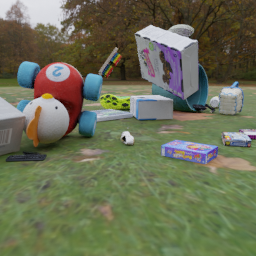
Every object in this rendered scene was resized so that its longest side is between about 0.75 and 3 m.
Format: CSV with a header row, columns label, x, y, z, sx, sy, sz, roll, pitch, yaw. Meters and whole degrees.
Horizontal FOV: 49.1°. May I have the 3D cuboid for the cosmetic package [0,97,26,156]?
label,x,y,z,sx,sy,sz,roll,pitch,yaw
cosmetic package,-4.468,-0.421,7.850,2.942,1.327,1.571,30,24,26

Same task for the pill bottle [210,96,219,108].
label,x,y,z,sx,sy,sz,roll,pitch,yaw
pill bottle,5.676,-1.658,18.113,0.686,0.686,1.220,5,13,22

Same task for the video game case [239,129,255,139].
label,x,y,z,sx,sy,sz,roll,pitch,yaw
video game case,4.566,0.220,9.850,1.054,0.189,0.956,1,11,7

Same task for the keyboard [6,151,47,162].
label,x,y,z,sx,sy,sz,roll,pitch,yaw
keyboard,-2.659,0.716,7.362,0.973,0.193,0.506,0,11,-7

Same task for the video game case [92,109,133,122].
label,x,y,z,sx,sy,sz,roll,pitch,yaw
video game case,-1.235,-0.663,14.158,2.257,0.264,2.052,-9,14,-38

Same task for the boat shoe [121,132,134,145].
label,x,y,z,sx,sy,sz,roll,pitch,yaw
boat shoe,-0.085,0.319,9.020,0.315,0.321,0.908,-3,13,-19

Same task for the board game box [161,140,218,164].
label,x,y,z,sx,sy,sz,roll,pitch,yaw
board game box,1.656,0.621,7.567,1.268,0.284,0.852,8,14,37

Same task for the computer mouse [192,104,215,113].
label,x,y,z,sx,sy,sz,roll,pitch,yaw
computer mouse,4.292,-1.037,15.857,1.332,0.306,0.935,-7,34,-36

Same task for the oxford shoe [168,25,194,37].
label,x,y,z,sx,sy,sz,roll,pitch,yaw
oxford shoe,2.102,-4.235,13.254,0.957,0.735,2.545,21,-10,-32

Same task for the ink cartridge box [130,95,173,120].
label,x,y,z,sx,sy,sz,roll,pitch,yaw
ink cartridge box,1.128,-1.086,14.365,1.725,1.005,2.386,-2,11,-9

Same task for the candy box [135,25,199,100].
label,x,y,z,sx,sy,sz,roll,pitch,yaw
candy box,1.686,-2.890,12.223,1.012,2.373,2.829,-34,45,-20

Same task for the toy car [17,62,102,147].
label,x,y,z,sx,sy,sz,roll,pitch,yaw
toy car,-2.390,-0.608,8.623,2.671,2.563,2.898,11,19,-1

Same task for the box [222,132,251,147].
label,x,y,z,sx,sy,sz,roll,pitch,yaw
box,3.476,0.357,9.059,0.773,0.225,1.129,3,11,14

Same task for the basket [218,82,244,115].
label,x,y,z,sx,sy,sz,roll,pitch,yaw
basket,5.676,-1.576,15.348,1.279,1.621,1.838,13,27,37

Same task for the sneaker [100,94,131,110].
label,x,y,z,sx,sy,sz,roll,pitch,yaw
sneaker,-0.426,-1.510,17.233,2.655,0.983,1.110,5,-2,6

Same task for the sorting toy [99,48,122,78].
label,x,y,z,sx,sy,sz,roll,pitch,yaw
sorting toy,-0.861,-3.199,14.105,0.504,1.441,1.449,35,1,-7

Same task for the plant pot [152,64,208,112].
label,x,y,z,sx,sy,sz,roll,pitch,yaw
plant pot,2.989,-2.322,16.825,2.621,2.790,2.790,1,9,43
